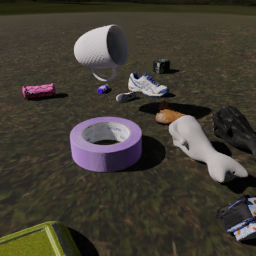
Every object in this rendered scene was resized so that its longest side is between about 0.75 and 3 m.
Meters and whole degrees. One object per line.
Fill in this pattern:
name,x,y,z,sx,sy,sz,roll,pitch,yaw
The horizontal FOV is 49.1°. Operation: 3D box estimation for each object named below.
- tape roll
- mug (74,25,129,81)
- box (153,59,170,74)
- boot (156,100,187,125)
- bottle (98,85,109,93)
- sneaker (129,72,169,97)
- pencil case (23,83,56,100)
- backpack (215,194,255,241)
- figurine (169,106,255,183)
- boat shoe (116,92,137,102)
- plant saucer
tape roll,-0.692,0.455,9.084,2.279,0.748,2.279,1,29,0
mug,-1.044,-2.778,10.806,1.770,2.019,1.490,0,27,32
box,2.029,-3.737,16.891,0.920,0.683,0.572,-22,35,-35
boot,1.789,-0.582,11.264,1.129,0.538,1.459,7,41,14
bottle,-1.229,-1.980,14.096,0.328,0.256,0.785,12,31,21
sneaker,0.984,-2.156,13.704,2.163,0.953,0.814,15,30,23
pencil case,-4.186,-1.750,13.274,1.498,0.680,0.702,-11,-5,-16
backpack,2.712,1.899,6.108,1.099,1.153,0.889,-11,62,-24
figurine,3.055,0.552,8.624,2.800,1.205,2.732,-13,35,-21
boat shoe,-0.116,-1.456,13.095,1.091,0.387,0.381,-23,9,-30
plant saucer,-1.970,2.814,4.566,2.979,0.713,2.975,-12,30,-29
